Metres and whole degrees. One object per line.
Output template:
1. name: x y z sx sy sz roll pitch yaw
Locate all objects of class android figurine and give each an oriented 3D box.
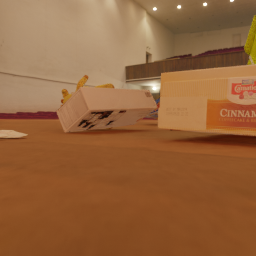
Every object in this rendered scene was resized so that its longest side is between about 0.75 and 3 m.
1. android figurine: 3.026 -1.585 6.067 0.563 2.743 2.497 7 39 8

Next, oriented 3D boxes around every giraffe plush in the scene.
1. giraffe plush: -1.080 -0.530 6.798 1.419 1.224 1.151 23 -22 -40

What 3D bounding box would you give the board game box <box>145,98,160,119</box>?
1. board game box: 1.917 -0.671 10.663 1.967 0.501 2.905 7 -6 -11

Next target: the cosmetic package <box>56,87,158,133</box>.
1. cosmetic package: -0.342 -0.381 5.832 0.863 0.529 2.090 -34 -17 37

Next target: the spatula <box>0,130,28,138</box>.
1. spatula: -2.143 0.112 3.851 1.260 0.101 0.876 1 9 21

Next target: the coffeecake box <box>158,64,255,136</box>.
1. coffeecake box: 1.633 -0.297 3.775 1.561 0.743 2.033 5 3 43
